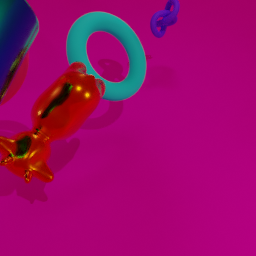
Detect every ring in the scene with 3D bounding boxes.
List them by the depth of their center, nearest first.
[{"bbox_3d":[-2.157,-0.971,3.605,1.668,1.668,0.334,-12,25,-11],"label":"ring"},{"bbox_3d":[-0.391,-1.496,5.867,0.381,1.904,1.904,-15,25,52],"label":"ring"}]

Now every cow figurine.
[{"bbox_3d":[-1.026,-0.096,3.889,0.901,1.641,1.614,41,20,-17],"label":"cow figurine"}]

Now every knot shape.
[{"bbox_3d":[0.971,-2.942,7.686,0.503,1.088,1.018,41,70,3],"label":"knot shape"}]

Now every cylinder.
[{"bbox_3d":[-1.756,-0.743,2.606,1.369,1.369,1.369,19,79,17],"label":"cylinder"}]
